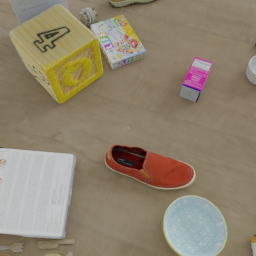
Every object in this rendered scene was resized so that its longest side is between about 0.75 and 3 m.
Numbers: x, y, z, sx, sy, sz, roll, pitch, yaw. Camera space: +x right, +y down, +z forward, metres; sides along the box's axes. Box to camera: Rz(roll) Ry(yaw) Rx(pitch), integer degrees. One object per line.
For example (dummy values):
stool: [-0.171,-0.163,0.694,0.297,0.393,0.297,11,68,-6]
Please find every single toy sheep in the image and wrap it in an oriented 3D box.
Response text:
toy sheep: [-1.612,-4.535,11.375,0.736,0.736,1.068,42,54,18]

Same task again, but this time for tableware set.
tableware set: [-2.728,3.904,7.351,2.644,0.530,1.747,-3,64,-2]

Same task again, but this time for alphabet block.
alphabet block: [-2.353,-2.506,9.632,2.078,2.067,2.116,-40,71,-15]

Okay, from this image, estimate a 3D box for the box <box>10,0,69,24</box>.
box: [-3.247,-4.571,10.136,1.814,2.917,1.422,-24,66,-11]

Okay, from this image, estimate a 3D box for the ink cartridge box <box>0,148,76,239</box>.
ink cartridge box: [-3.159,1.847,8.137,2.976,0.703,2.382,5,65,-3]

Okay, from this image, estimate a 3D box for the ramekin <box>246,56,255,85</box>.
ramekin: [4.885,-2.073,10.233,1.105,0.580,1.105,0,64,0]

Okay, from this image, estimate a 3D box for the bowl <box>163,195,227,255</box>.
bowl: [1.733,2.791,7.659,1.671,0.899,1.671,1,58,-2]

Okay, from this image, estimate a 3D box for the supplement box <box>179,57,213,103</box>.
supplement box: [2.428,-1.740,9.998,0.716,0.701,1.385,24,66,12]

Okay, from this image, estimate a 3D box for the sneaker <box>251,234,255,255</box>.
sneaker: [4.541,3.437,7.508,2.351,0.885,1.036,-1,75,8]

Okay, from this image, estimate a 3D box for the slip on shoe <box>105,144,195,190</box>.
slip on shoe: [0.654,1.150,8.513,2.842,0.870,1.053,16,63,6]

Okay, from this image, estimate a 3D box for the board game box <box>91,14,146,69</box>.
board game box: [-0.396,-3.426,11.001,1.436,0.366,2.136,-23,66,-11]

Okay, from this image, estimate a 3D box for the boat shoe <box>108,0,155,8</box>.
boat shoe: [0.474,-5.919,11.847,2.703,1.029,0.969,-21,66,-10]
